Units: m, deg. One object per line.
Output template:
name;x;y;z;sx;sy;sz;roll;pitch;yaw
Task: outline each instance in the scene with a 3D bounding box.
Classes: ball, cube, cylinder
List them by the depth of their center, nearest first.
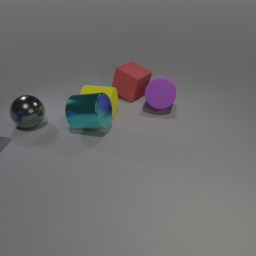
cylinder;-1.534;-0.670;11.171;1.400;1.400;1.400;-1;26;23
ball;-4.183;-0.680;11.678;1.400;1.400;1.400;0;29;0
cylinder;-1.300;-1.173;12.595;1.400;1.400;1.400;6;29;11
cylinder;1.555;-1.665;13.144;1.400;1.400;1.400;5;13;9
cube;0.181;-2.432;14.546;1.400;1.400;1.400;33;40;20
